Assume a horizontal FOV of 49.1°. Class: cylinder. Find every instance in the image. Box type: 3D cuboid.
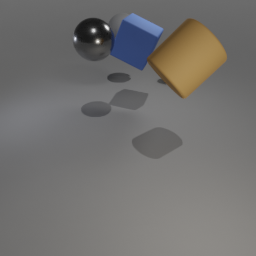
[{"bbox_3d":[1.425,-1.683,6.915,1.400,1.400,1.400,-43,35,8],"label":"cylinder"}]

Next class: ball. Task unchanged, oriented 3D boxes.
[{"bbox_3d":[-1.146,-2.953,9.398,1.400,1.400,1.400,0,32,0],"label":"ball"},{"bbox_3d":[-0.259,-4.671,13.212,1.400,1.400,1.400,0,32,0],"label":"ball"}]

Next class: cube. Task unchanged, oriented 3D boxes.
[{"bbox_3d":[0.343,-3.290,10.649,1.400,1.400,1.400,27,34,0],"label":"cube"}]
